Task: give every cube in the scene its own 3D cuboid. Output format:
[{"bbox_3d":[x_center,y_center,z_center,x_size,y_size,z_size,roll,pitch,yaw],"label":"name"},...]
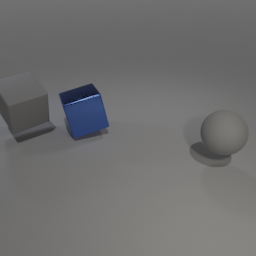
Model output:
[{"bbox_3d":[-3.781,-0.911,9.999,1.400,1.400,1.400,-24,56,-31],"label":"cube"},{"bbox_3d":[-1.687,-0.686,10.657,1.400,1.400,1.400,-20,30,-11],"label":"cube"}]

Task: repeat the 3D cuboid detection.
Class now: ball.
[{"bbox_3d":[2.937,0.139,8.567,1.400,1.400,1.400,0,29,0],"label":"ball"}]
